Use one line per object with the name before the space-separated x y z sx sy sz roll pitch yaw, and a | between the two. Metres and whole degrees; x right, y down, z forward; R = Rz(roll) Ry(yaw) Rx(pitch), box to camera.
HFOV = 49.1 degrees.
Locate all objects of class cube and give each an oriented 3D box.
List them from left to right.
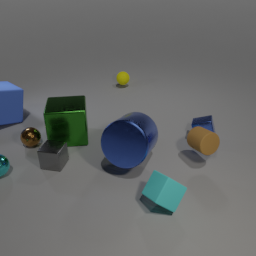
cube | -5.193 -1.010 11.245 1.400 1.400 1.400 25 25 37
cube | -2.367 0.872 8.921 0.700 0.700 0.700 6 30 10
cube | -2.206 -0.259 10.217 1.400 1.400 1.400 -4 30 -7
cube | 0.922 1.603 7.157 0.700 0.700 0.700 33 -7 -27
cube | 2.706 0.023 10.021 0.700 0.700 0.700 -10 17 21

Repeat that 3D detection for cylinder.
cylinder | 0.085 0.317 8.356 1.400 1.400 1.400 9 15 16
cylinder | 2.241 0.375 8.375 0.700 0.700 0.700 -12 20 -20

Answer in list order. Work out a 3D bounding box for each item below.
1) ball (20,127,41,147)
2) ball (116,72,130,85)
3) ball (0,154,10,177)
ball | -3.438 0.318 9.909 0.700 0.700 0.700 0 29 0
ball | -0.267 -2.642 14.863 0.700 0.700 0.700 0 29 0
ball | -3.940 1.132 8.437 0.700 0.700 0.700 0 29 0
